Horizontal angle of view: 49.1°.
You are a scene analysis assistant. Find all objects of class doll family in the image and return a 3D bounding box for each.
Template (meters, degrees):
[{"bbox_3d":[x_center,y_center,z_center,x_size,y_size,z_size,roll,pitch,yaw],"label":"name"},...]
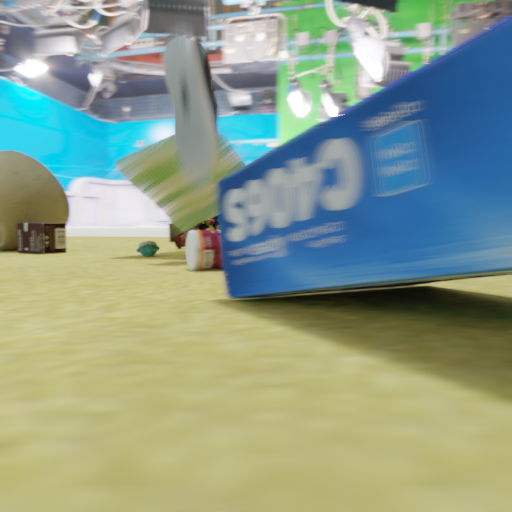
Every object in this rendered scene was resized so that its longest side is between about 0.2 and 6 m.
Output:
[{"bbox_3d":[-0.770,-0.581,11.397,1.347,0.914,2.330,6,8,14],"label":"doll family"}]

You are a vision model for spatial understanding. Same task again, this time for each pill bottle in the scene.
[{"bbox_3d":[-0.367,-0.072,6.463,0.819,0.467,0.467,-2,4,-21],"label":"pill bottle"}]

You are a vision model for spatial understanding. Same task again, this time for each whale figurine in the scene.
[{"bbox_3d":[-1.690,-0.067,8.770,0.362,0.236,0.455,-6,-19,-14],"label":"whale figurine"}]

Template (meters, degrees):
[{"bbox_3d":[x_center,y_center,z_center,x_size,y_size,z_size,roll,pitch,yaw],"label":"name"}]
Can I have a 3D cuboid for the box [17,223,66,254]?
[{"bbox_3d":[-3.661,-0.304,9.577,0.638,0.529,0.524,2,4,27],"label":"box"}]

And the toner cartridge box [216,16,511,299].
[{"bbox_3d":[1.579,-0.385,2.634,2.014,0.915,4.241,-3,-5,-28],"label":"toner cartridge box"}]

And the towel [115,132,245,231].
[{"bbox_3d":[-1.012,-1.225,9.145,1.680,0.258,2.202,-23,-30,11],"label":"towel"}]

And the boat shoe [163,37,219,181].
[{"bbox_3d":[-0.795,-1.991,7.647,0.657,1.879,0.622,-6,13,32],"label":"boat shoe"}]

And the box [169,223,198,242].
[{"bbox_3d":[-1.481,-0.602,14.421,1.407,0.527,0.705,2,4,6],"label":"box"}]

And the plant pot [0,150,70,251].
[{"bbox_3d":[-4.577,-0.810,10.276,1.870,1.870,1.255,1,37,20],"label":"plant pot"}]
